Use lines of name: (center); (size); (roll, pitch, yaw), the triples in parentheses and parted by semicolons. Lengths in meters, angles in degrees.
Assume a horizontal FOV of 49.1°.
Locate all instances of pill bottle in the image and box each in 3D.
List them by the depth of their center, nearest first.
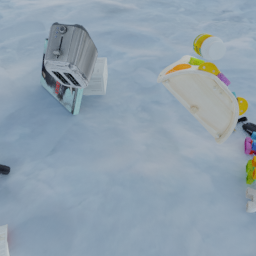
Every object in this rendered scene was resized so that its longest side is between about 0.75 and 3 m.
pill bottle: (3.169, -3.140, 10.900); (0.894, 0.894, 1.586); (-5, 27, -5)

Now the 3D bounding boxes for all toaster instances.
toaster: (-1.518, -1.885, 7.660); (1.071, 1.884, 1.217); (11, 79, 11)

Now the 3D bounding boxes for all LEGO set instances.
LEGO set: (4.440, 1.204, 8.735); (1.222, 1.135, 2.977); (11, 46, 12)

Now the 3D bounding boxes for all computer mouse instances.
computer mouse: (4.491, 0.011, 10.575); (0.967, 0.317, 1.377); (-13, 45, -15)

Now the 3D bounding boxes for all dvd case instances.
dvd case: (-2.757, -2.177, 11.613); (0.323, 2.142, 2.934); (-14, 43, -42)

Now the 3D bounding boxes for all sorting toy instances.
sorting toy: (1.938, -1.095, 7.037); (2.218, 1.185, 1.997); (43, 28, -15)

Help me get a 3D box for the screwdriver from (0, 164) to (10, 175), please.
screwdriver: (-4.882, 1.093, 8.589); (2.435, 0.354, 0.340); (17, 78, -28)

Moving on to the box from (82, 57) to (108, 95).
box: (-1.763, -2.332, 12.523); (1.588, 1.043, 1.596); (1, 43, 1)

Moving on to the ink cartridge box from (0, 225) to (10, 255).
ink cartridge box: (-3.678, 3.401, 7.039); (1.367, 0.423, 1.686); (-14, 34, -14)
